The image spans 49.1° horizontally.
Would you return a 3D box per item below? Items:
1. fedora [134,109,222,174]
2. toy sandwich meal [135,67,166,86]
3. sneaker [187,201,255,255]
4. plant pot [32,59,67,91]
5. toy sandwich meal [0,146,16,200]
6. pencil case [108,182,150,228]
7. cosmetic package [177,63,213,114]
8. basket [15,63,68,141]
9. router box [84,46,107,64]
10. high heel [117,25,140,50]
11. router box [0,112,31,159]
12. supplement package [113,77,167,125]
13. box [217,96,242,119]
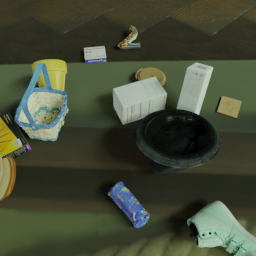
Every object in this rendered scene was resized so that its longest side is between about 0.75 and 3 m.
[{"bbox_3d":[1.530,0.595,9.077,2.862,1.307,2.862,4,39,-3],"label":"fedora"},{"bbox_3d":[0.943,-2.064,11.871,1.321,0.452,1.321,3,53,-3],"label":"toy sandwich meal"},{"bbox_3d":[2.607,3.188,7.476,1.398,0.872,2.370,-20,45,-22],"label":"sneaker"},{"bbox_3d":[-3.061,-1.936,11.124,1.327,1.327,1.248,-6,89,-5],"label":"plant pot"},{"bbox_3d":[-4.669,1.409,8.774,2.385,0.817,2.385,-3,75,11],"label":"toy sandwich meal"},{"bbox_3d":[0.014,2.282,8.353,1.485,0.645,0.579,45,103,30],"label":"pencil case"},{"bbox_3d":[2.343,-1.238,10.061,0.705,1.979,1.004,22,30,21],"label":"cosmetic package"},{"bbox_3d":[-2.965,-0.806,9.675,1.599,2.299,2.027,3,53,7],"label":"basket"},{"bbox_3d":[-1.527,-3.400,12.998,0.983,0.240,0.882,-6,52,-5],"label":"router box"},{"bbox_3d":[-0.089,-4.446,13.587,1.101,0.551,1.545,-7,61,-13],"label":"high heel"},{"bbox_3d":[-4.453,0.383,9.926,1.328,0.455,1.781,-30,58,-21],"label":"router box"},{"bbox_3d":[0.428,-1.050,10.662,1.778,1.043,1.039,-18,55,-13],"label":"supplement package"},{"bbox_3d":[4.005,-0.826,11.094,0.783,0.102,0.958,20,55,15],"label":"box"}]
